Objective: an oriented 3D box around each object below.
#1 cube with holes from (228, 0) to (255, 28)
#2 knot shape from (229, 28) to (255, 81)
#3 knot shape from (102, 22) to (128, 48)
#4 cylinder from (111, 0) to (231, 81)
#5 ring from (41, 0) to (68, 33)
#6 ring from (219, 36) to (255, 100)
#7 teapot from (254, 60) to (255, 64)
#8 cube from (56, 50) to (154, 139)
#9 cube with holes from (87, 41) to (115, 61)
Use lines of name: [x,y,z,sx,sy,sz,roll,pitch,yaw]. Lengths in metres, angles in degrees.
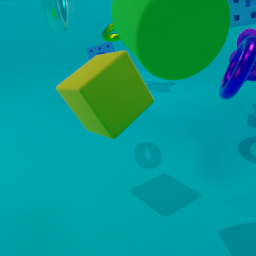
cube with holes: [2.886,-2.846,6.073,1.058,1.058,1.058,6,23,40]
knot shape: [3.498,-2.119,8.192,0.749,1.518,1.622,2,10,34]
knot shape: [0.001,-3.820,10.770,1.839,1.966,0.908,54,22,16]
cylinder: [0.352,-1.011,2.629,0.856,0.856,0.856,-8,37,-15]
ring: [-1.359,-2.440,5.138,0.266,1.332,1.332,-7,28,0]
ring: [2.457,-1.323,6.257,0.294,1.468,1.468,24,31,6]
teapot: [4.048,-2.166,9.185,1.232,0.603,0.766,24,6,-30]
cube: [-0.378,-0.554,4.618,0.985,0.985,0.985,-44,28,-20]
cube with holes: [-0.803,-2.249,9.466,0.846,0.846,0.846,-14,-10,5]
